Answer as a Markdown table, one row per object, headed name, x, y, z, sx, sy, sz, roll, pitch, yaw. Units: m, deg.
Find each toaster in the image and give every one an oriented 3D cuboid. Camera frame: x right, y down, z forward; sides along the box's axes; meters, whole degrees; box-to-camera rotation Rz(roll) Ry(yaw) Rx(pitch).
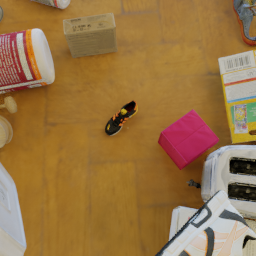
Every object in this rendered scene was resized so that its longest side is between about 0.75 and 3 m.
| name | x | y | z | sx | sy | sz | roll | pitch | yaw |
| --- | --- | --- | --- | --- | --- | --- | --- | --- | --- |
| toaster | 2.933 | 1.273 | 6.579 | 2.995 | 1.934 | 1.702 | 6 | 78 | 12 |

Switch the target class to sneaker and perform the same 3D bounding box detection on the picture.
| name | x | y | z | sx | sy | sz | roll | pitch | yaw |
| --- | --- | --- | --- | --- | --- | --- | --- | --- | --- |
| sneaker | -0.216 | -0.339 | 8.234 | 0.450 | 0.578 | 1.285 | 42 | 76 | 13 |
| sneaker | 1.137 | 1.981 | 4.293 | 2.676 | 0.986 | 1.070 | -26 | 65 | -39 |

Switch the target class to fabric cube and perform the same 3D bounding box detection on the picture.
| name | x | y | z | sx | sy | sz | roll | pitch | yaw |
| --- | --- | --- | --- | --- | --- | --- | --- | --- | --- |
| fabric cube | 1.619 | 0.358 | 7.739 | 1.099 | 1.082 | 1.103 | -35 | 76 | -11 |

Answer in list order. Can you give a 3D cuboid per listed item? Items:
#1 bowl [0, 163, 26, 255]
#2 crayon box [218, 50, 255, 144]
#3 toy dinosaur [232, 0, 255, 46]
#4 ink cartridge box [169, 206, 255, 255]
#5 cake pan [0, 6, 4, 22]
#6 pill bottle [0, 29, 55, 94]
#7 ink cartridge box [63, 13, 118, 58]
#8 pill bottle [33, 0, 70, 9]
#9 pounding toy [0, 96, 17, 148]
| name | x | y | z | sx | sy | sz | roll | pitch | yaw |
| --- | --- | --- | --- | --- | --- | --- | --- | --- | --- |
| bowl | -2.548 | 1.313 | 4.757 | 0.922 | 2.469 | 2.466 | -21 | 49 | -12 |
| crayon box | 3.676 | -0.886 | 8.053 | 1.702 | 0.698 | 2.708 | -10 | 69 | 22 |
| toy dinosaur | 4.042 | -3.882 | 9.443 | 1.254 | 2.389 | 2.168 | 4 | 103 | -21 |
| ink cartridge box | 2.268 | 3.100 | 6.810 | 2.571 | 1.088 | 1.858 | 11 | 72 | 2 |
| cake pan | -4.898 | -3.937 | 9.636 | 1.153 | 0.212 | 1.153 | 0 | 71 | 0 |
| pill bottle | -3.759 | -1.838 | 8.183 | 2.885 | 1.630 | 1.630 | -12 | 72 | -4 |
| ink cartridge box | -1.127 | -2.846 | 8.720 | 1.521 | 1.253 | 0.571 | -9 | 72 | -3 |
| pill bottle | -2.908 | -4.787 | 9.484 | 1.789 | 1.019 | 1.019 | 18 | 72 | 6 |
| pounding toy | -4.022 | 0.024 | 8.149 | 2.094 | 1.201 | 1.197 | -25 | 101 | 1 |
